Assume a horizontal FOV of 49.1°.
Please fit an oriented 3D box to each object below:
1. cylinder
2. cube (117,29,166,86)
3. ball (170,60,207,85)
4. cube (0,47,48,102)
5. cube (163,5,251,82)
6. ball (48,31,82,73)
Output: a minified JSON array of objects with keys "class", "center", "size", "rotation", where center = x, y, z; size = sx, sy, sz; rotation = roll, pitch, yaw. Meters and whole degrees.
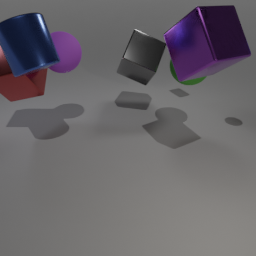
[{"class":"cylinder","center":[-2.826,-2.323,7.950],"size":[1.400,1.400,1.400],"rotation":[-19,14,5]},{"class":"cube","center":[0.513,-2.807,11.335],"size":[1.400,1.400,1.400],"rotation":[23,74,-7]},{"class":"ball","center":[2.149,-2.184,9.693],"size":[1.400,1.400,1.400],"rotation":[0,29,0]},{"class":"cube","center":[-3.799,-1.943,9.694],"size":[1.400,1.400,1.400],"rotation":[-9,61,14]},{"class":"cube","center":[2.047,-2.198,7.373],"size":[1.400,1.400,1.400],"rotation":[-16,-3,-31]},{"class":"ball","center":[-2.314,-2.618,9.723],"size":[1.400,1.400,1.400],"rotation":[0,29,0]}]
